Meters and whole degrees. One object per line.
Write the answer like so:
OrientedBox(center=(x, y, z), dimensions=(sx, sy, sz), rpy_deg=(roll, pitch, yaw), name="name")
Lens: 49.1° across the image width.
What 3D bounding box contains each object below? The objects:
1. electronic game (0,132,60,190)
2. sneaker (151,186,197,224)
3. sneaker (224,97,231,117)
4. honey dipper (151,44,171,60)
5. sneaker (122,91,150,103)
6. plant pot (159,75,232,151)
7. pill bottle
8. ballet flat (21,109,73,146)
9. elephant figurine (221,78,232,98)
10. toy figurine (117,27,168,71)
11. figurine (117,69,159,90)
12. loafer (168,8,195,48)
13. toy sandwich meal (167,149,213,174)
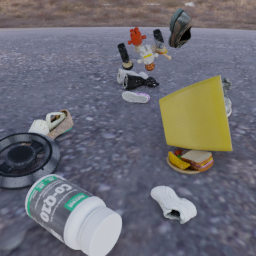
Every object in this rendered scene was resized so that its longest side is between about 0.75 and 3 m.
OrientedBox(center=(-3.429, 0.970, 9.004), dimensions=(2.438, 0.507, 2.438), rpy_deg=(4, 40, -4), name="electronic game")
OrientedBox(center=(1.054, 1.983, 7.266), dimensions=(1.350, 0.526, 0.671), rpy_deg=(22, 37, 39), name="sneaker")
OrientedBox(center=(3.967, -0.975, 12.691), dimensions=(1.063, 1.122, 2.731), rpy_deg=(20, 31, 34), name="sneaker")
OrientedBox(center=(1.585, -3.468, 12.960), dimensions=(0.329, 0.329, 1.735), rpy_deg=(17, 7, 31), name="honey dipper")
OrientedBox(center=(0.449, -1.666, 14.933), dimensions=(1.451, 0.526, 0.827), rpy_deg=(15, 23, 12), name="sneaker")
OrientedBox(center=(2.405, -0.469, 10.053), dimensions=(2.128, 2.413, 2.413), rpy_deg=(-9, 7, 19), name="plant pot")
OrientedBox(center=(-1.258, 1.978, 6.431), dimensions=(2.127, 1.203, 1.203), rpy_deg=(18, 31, 34), name="pill bottle")
OrientedBox(center=(-3.160, 0.011, 10.808), dimensions=(0.987, 0.975, 2.901), rpy_deg=(9, 27, 18), name="ballet flat")
OrientedBox(center=(5.102, -2.161, 15.529), dimensions=(1.102, 1.005, 1.421), rpy_deg=(-13, 25, 50), name="elephant figurine")
OrientedBox(center=(0.616, -3.253, 11.818), dimensions=(1.759, 1.243, 1.787), rpy_deg=(13, 57, 28), name="toy figurine")
OrientedBox(center=(0.601, -3.015, 17.409), dimensions=(2.137, 0.943, 2.190), rpy_deg=(-1, 24, -20), name="figurine")
OrientedBox(center=(2.381, -4.120, 12.366), dimensions=(0.905, 1.034, 2.878), rpy_deg=(36, 0, 13), name="loafer")
OrientedBox(center=(2.019, 0.989, 9.290), dimensions=(1.522, 0.521, 1.522), rpy_deg=(0, 26, 0), name="toy sandwich meal")
